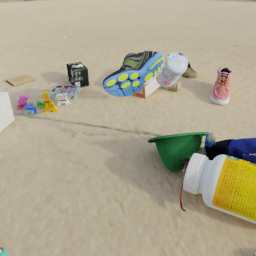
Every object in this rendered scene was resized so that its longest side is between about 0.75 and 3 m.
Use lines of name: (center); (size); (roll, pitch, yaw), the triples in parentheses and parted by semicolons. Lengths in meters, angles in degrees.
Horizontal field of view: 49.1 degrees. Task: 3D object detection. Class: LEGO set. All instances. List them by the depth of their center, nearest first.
LEGO set: (-3.761, -1.212, 12.233); (2.299, 0.943, 0.877); (-6, 33, -10)

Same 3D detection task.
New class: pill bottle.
pill bottle: (2.844, 1.538, 7.282); (2.587, 1.459, 1.459); (16, 35, 25)

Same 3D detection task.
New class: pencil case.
pencil case: (1.619, -2.179, 10.667); (0.849, 0.778, 1.872); (20, -12, -3)

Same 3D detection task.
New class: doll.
doll: (3.089, 0.835, 8.182); (0.690, 1.943, 2.847); (-45, 19, -28)

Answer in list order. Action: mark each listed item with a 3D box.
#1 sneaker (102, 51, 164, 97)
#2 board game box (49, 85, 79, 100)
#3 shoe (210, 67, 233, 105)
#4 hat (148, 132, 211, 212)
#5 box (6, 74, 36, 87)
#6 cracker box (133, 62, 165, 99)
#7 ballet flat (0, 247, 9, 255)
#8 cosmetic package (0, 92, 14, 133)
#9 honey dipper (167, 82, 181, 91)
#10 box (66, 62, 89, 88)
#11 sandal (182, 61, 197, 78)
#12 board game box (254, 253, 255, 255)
sneaker: (0.116, -1.873, 9.389); (1.071, 0.916, 2.584); (28, 53, 34)
board game box: (-3.079, -1.718, 13.582); (1.255, 0.403, 0.926); (1, 32, 1)
shoe: (4.524, -2.096, 13.495); (0.876, 1.116, 2.452); (10, 33, 15)
hat: (1.652, 1.280, 8.809); (2.385, 2.100, 1.976); (-1, -10, -40)
box: (-5.861, -2.621, 15.295); (1.249, 0.133, 1.021); (-26, 40, -37)
cracker box: (0.911, -2.630, 14.316); (1.693, 0.729, 2.528); (23, 49, 31)
ballet flat: (-3.146, 2.774, 6.366); (0.906, 0.319, 0.305); (6, 32, 11)
cosmetic package: (-5.950, -0.422, 10.594); (2.164, 1.334, 2.170); (5, 33, 8)
honey dipper: (1.477, -2.338, 14.564); (2.541, 0.483, 0.483); (14, 34, 27)
box: (-2.653, -2.817, 14.810); (0.811, 0.969, 1.305); (-14, 34, -21)
sandal: (3.195, -3.670, 16.438); (1.054, 0.709, 2.624); (-12, 34, -19)
board game box: (3.319, 3.034, 6.039); (0.975, 0.218, 0.656); (-1, 32, -2)
